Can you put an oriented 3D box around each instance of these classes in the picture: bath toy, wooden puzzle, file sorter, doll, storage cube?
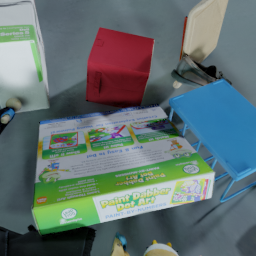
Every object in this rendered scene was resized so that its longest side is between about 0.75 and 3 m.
[{"bbox_3d":[1.101,2.538,4.486,2.929,1.274,1.082,13,32,4],"label":"bath toy"},{"bbox_3d":[2.021,-2.627,7.656,0.476,2.558,2.366,32,57,19],"label":"wooden puzzle"},{"bbox_3d":[2.049,0.264,6.159,1.514,1.338,2.182,-22,54,-18],"label":"file sorter"},{"bbox_3d":[-3.151,0.003,6.548,1.278,0.454,1.873,-7,47,44],"label":"doll"},{"bbox_3d":[-0.215,-1.556,7.455,1.510,1.436,1.680,12,51,-1],"label":"storage cube"}]

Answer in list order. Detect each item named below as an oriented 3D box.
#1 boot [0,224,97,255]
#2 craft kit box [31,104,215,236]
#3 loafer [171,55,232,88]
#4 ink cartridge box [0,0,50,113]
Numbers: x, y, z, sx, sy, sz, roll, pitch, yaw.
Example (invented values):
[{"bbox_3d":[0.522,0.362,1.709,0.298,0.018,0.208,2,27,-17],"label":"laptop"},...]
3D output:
[{"bbox_3d":[-1.575,2.016,4.055,2.106,2.571,0.951,6,87,-3],"label":"boot"},{"bbox_3d":[-0.299,0.530,5.691,2.963,0.719,2.926,-9,27,-10],"label":"craft kit box"},{"bbox_3d":[2.112,-1.380,7.382,2.114,0.665,0.760,4,37,-34],"label":"loafer"},{"bbox_3d":[-3.004,-2.231,7.610,1.253,2.170,2.983,-9,52,-11],"label":"ink cartridge box"}]
